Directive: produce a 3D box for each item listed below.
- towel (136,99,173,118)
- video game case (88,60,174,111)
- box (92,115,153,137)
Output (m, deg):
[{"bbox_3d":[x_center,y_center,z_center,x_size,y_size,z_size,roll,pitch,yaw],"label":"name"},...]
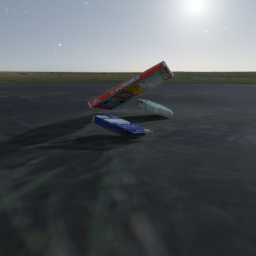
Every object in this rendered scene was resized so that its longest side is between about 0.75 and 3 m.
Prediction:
[{"bbox_3d":[0.965,-0.779,10.557,1.160,0.326,1.355,13,12,-16],"label":"towel"},{"bbox_3d":[0.203,-1.458,10.381,2.982,0.260,2.132,-27,-6,14],"label":"video game case"},{"bbox_3d":[-0.149,-0.029,7.118,1.392,0.226,0.843,22,14,38],"label":"box"}]
